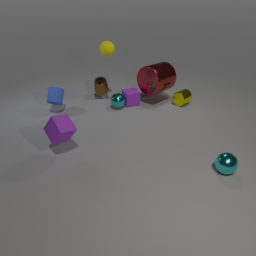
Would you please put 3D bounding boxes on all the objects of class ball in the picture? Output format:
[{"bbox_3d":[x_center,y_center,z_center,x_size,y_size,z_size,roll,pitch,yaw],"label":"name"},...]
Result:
[{"bbox_3d":[-0.979,-3.695,13.062,0.700,0.700,0.700,0,29,0],"label":"ball"},{"bbox_3d":[3.117,1.120,8.858,0.700,0.700,0.700,0,29,0],"label":"ball"},{"bbox_3d":[-0.475,-1.289,13.150,0.700,0.700,0.700,0,29,0],"label":"ball"}]

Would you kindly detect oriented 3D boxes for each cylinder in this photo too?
[{"bbox_3d":[1.388,-2.409,13.579,1.400,1.400,1.400,25,35,38],"label":"cylinder"},{"bbox_3d":[-3.277,-1.448,12.664,0.700,0.700,0.700,6,-6,1],"label":"cylinder"},{"bbox_3d":[-1.359,-2.118,14.161,0.700,0.700,0.700,-4,42,-8],"label":"cylinder"},{"bbox_3d":[2.629,-1.476,13.584,0.700,0.700,0.700,25,37,38],"label":"cylinder"}]

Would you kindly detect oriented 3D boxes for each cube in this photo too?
[{"bbox_3d":[0.136,-1.498,13.631,0.700,0.700,0.700,-11,31,-19],"label":"cube"},{"bbox_3d":[-2.304,0.033,9.510,0.700,0.700,0.700,-14,63,-50],"label":"cube"}]
